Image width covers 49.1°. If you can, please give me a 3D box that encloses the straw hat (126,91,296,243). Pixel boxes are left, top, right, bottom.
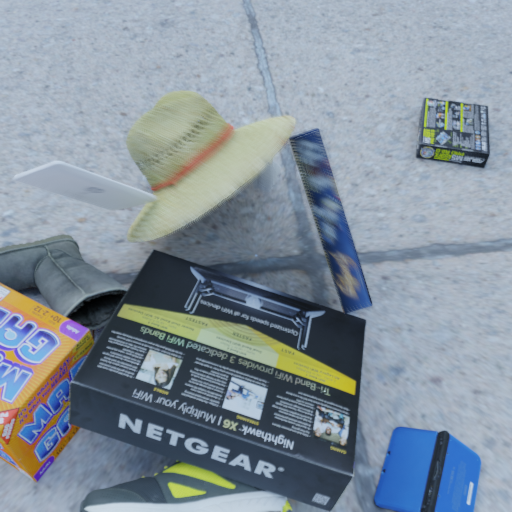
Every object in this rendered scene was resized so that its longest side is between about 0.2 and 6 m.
[{"bbox_3d":[-1.400,-2.041,10.299,4.008,1.696,4.008,-32,21,14],"label":"straw hat"}]

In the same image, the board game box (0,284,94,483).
[{"bbox_3d":[-3.687,1.937,8.663,1.850,1.850,1.851,23,52,18],"label":"board game box"}]

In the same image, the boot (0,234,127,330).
[{"bbox_3d":[-3.808,0.633,10.166,2.373,0.947,2.610,-27,45,-22],"label":"boot"}]

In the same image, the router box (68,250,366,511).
[{"bbox_3d":[-0.364,1.693,8.583,3.893,1.017,3.061,18,37,2],"label":"router box"}]

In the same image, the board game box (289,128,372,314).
[{"bbox_3d":[1.250,-0.629,9.368,0.488,2.819,1.910,-17,5,9],"label":"board game box"}]

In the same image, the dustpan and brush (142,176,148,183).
[{"bbox_3d":[-1.028,-2.163,13.040,1.930,0.791,2.765,28,67,27],"label":"dustpan and brush"}]

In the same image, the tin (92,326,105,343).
[{"bbox_3d":[-2.622,1.481,10.164,0.702,0.263,1.254,-10,49,-4],"label":"tin"}]

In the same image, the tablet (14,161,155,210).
[{"bbox_3d":[-2.903,-1.153,9.647,1.323,2.033,0.139,-8,75,38],"label":"tablet"}]

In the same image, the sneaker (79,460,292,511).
[{"bbox_3d":[-0.996,3.392,8.055,2.907,1.083,1.230,2,42,-10],"label":"sneaker"}]

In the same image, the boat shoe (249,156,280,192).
[{"bbox_3d":[0.098,-2.187,12.520,0.781,0.769,2.201,27,20,-21],"label":"boat shoe"}]

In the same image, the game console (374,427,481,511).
[{"bbox_3d":[2.629,3.417,8.511,1.178,0.816,1.380,37,52,-9],"label":"game console"}]

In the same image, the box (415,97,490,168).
[{"bbox_3d":[4.958,-3.142,14.101,1.673,0.462,2.088,10,49,9],"label":"box"}]
